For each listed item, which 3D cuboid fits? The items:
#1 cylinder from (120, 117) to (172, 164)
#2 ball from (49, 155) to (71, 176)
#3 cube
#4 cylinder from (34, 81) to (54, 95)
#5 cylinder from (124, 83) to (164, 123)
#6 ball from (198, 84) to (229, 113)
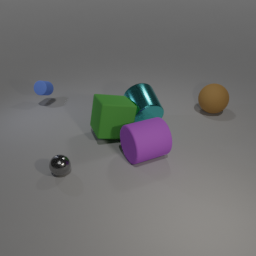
[{"bbox_3d":[0.620,0.433,9.972,1.400,1.400,1.400,-14,32,-23],"label":"cylinder"},{"bbox_3d":[-2.258,1.232,9.295,0.700,0.700,0.700,0,30,0],"label":"ball"},{"bbox_3d":[-0.624,-0.470,11.215,1.400,1.400,1.400,1,22,-21],"label":"cube"},{"bbox_3d":[-4.126,-1.950,13.728,0.700,0.700,0.700,8,8,13],"label":"cylinder"},{"bbox_3d":[0.646,-0.953,11.995,1.400,1.400,1.400,-10,53,-16],"label":"cylinder"},{"bbox_3d":[4.023,-1.386,13.179,1.400,1.400,1.400,0,30,0],"label":"ball"}]
